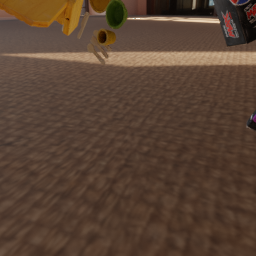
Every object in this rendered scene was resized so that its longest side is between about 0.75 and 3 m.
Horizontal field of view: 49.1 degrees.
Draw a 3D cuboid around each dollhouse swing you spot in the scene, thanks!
[{"bbox_3d":[-1.643,-1.970,4.616,1.395,1.267,1.226,28,66,-8],"label":"dollhouse swing"}]

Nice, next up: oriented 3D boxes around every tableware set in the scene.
[{"bbox_3d":[-1.161,-3.215,7.459,0.436,1.916,2.844,-16,61,-45],"label":"tableware set"}]

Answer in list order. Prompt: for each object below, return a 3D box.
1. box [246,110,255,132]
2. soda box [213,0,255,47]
[{"bbox_3d":[2.589,-0.434,3.365,1.366,1.911,0.345,33,30,11],"label":"box"},{"bbox_3d":[2.186,-2.848,5.715,0.698,2.206,0.780,-26,15,-6],"label":"soda box"}]
